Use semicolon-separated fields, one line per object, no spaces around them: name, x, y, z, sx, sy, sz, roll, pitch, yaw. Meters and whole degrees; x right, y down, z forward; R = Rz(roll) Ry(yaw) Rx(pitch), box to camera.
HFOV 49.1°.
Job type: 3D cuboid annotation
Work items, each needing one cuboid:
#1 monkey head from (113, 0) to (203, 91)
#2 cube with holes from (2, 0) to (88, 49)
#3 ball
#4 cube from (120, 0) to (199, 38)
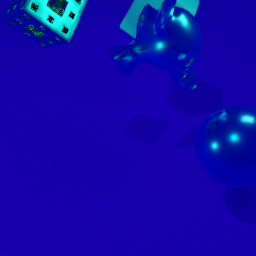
monkey head;0.544;-1.330;4.782;1.413;1.964;1.183;-43;50;-8
cube with holes;-1.388;-1.981;4.693;0.859;0.859;0.859;8;74;47
ball;1.556;0.261;4.015;1.176;1.176;1.176;0;48;0
cube;0.750;-2.627;6.457;1.215;1.215;1.215;34;38;-6
